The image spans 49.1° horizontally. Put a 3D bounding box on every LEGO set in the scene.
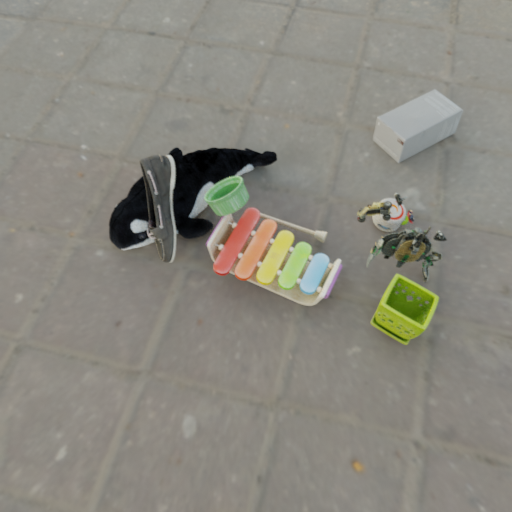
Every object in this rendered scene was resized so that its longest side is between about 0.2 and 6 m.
[{"bbox_3d":[2.774,-0.403,10.639,1.530,2.355,0.667,-10,45,12],"label":"LEGO set"}]

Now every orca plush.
[{"bbox_3d":[-1.377,-1.614,11.835,3.996,1.420,2.102,-21,58,-14],"label":"orca plush"}]

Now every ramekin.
[{"bbox_3d":[-0.558,-1.162,11.041,0.850,0.415,0.850,-23,29,14],"label":"ramekin"}]

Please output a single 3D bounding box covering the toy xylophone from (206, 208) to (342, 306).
[{"bbox_3d":[0.400,-0.097,11.113,2.641,0.664,1.934,16,59,6],"label":"toy xylophone"}]

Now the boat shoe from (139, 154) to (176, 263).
[{"bbox_3d":[-1.934,-0.886,10.832,0.616,2.161,0.722,-8,22,-26],"label":"boat shoe"}]

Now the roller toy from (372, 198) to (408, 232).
[{"bbox_3d":[2.810,-0.860,11.888,0.630,0.483,0.691,-17,67,-15],"label":"roller toy"}]

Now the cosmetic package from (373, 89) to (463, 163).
[{"bbox_3d":[3.805,-3.085,13.255,1.872,0.844,1.000,-28,59,-15],"label":"cosmetic package"}]

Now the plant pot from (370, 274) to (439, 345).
[{"bbox_3d":[2.664,1.034,10.263,0.907,0.823,0.902,31,51,10],"label":"plant pot"}]
